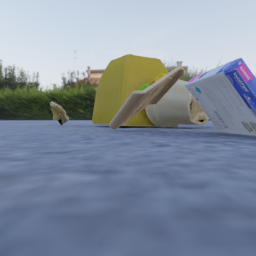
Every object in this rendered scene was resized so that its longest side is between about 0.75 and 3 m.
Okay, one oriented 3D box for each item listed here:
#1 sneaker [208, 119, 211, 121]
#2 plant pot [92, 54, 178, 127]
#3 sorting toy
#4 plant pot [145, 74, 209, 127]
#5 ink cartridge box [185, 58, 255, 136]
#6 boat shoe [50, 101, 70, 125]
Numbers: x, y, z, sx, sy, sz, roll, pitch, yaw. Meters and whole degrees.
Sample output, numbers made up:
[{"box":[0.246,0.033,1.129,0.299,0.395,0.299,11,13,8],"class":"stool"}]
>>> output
[{"box":[2.720,-0.604,9.106,0.455,0.517,1.159,-1,-25,23],"class":"sneaker"},{"box":[0.219,-1.288,10.108,2.359,2.429,2.375,1,1,-29],"class":"plant pot"},{"box":[0.398,-0.728,6.535,1.680,0.306,1.555,-32,-11,-37],"class":"sorting toy"},{"box":[1.668,-0.762,8.511,1.724,1.724,1.579,-1,9,-35],"class":"plant pot"},{"box":[1.747,-0.453,4.681,0.432,1.228,2.058,-38,6,-2],"class":"ink cartridge box"},{"box":[-2.859,-0.538,11.504,0.531,0.564,1.482,26,-18,23],"class":"boat shoe"}]
